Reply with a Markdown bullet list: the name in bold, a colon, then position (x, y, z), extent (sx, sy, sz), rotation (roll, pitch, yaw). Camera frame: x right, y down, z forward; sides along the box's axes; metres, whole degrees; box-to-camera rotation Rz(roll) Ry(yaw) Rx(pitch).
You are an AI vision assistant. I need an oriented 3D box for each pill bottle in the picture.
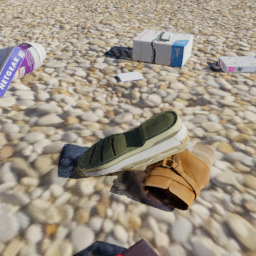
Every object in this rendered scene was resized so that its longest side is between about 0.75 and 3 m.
- **pill bottle**: position (-3.990, -2.536, 10.470), extent (1.088, 1.088, 1.934), rotation (14, 37, 20)

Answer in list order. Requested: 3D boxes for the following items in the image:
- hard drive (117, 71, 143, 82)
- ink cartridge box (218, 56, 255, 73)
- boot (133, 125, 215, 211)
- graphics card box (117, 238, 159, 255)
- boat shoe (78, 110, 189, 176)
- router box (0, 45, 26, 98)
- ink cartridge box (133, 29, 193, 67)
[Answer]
- **hard drive**: position (0.074, -1.918, 10.451), extent (0.827, 0.105, 0.545), rotation (-11, 36, -15)
- **ink cartridge box**: position (4.560, -2.534, 11.138), extent (1.673, 0.351, 0.998), rotation (-3, 35, 1)
- **boot**: position (0.679, 0.753, 6.050), extent (2.142, 0.789, 1.657), rotation (16, 42, 26)
- **graphics card box**: position (-0.206, 2.546, 3.647), extent (2.108, 0.536, 1.322), rotation (-22, 41, -27)
- **boat shoe**: position (0.102, 0.546, 5.938), extent (2.476, 0.847, 0.925), rotation (-23, 37, 21)
- **router box**: position (-3.161, -1.355, 6.859), extent (1.149, 0.313, 1.280), rotation (8, 70, 43)
- **ink cartridge box**: position (1.474, -3.428, 11.900), extent (2.206, 0.929, 1.595), rotation (13, 37, 18)
